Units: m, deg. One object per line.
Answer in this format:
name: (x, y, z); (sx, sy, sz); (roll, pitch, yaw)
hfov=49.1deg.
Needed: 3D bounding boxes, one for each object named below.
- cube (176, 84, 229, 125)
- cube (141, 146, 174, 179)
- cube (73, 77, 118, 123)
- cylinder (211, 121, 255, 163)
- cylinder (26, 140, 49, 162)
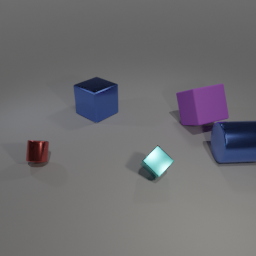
cube: (2.991, -0.926, 11.371); (1.400, 1.400, 1.400); (-12, 4, -17)
cube: (0.901, 1.091, 8.760); (0.700, 0.700, 0.700); (44, 76, 10)
cube: (-1.395, -1.289, 12.447); (1.400, 1.400, 1.400); (25, 39, 35)
cylinder: (3.724, 0.464, 9.537); (1.400, 1.400, 1.400); (-2, 31, -3)
cylinder: (-3.055, 0.777, 9.464); (0.700, 0.700, 0.700); (4, -2, 0)
